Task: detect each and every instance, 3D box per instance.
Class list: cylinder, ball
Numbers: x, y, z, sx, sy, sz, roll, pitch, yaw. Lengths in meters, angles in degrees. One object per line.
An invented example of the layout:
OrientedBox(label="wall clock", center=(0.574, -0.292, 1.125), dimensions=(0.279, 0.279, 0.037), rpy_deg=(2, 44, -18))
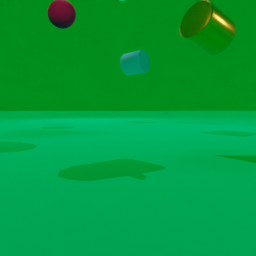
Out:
OrientedBox(label="cylinder", center=(2.070, -2.587, 7.296), dimensions=(1.037, 1.037, 1.037), rpy_deg=(19, -8, -35))
OrientedBox(label="ball", center=(-2.289, -3.947, 9.701), dimensions=(0.957, 0.957, 0.957), rpy_deg=(0, 4, 0))
OrientedBox(label="cylinder", center=(0.328, -2.907, 12.529), dimensions=(0.976, 0.976, 0.976), rpy_deg=(-2, 2, 35))

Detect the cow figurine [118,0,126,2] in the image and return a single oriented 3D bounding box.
OrientedBox(label="cow figurine", center=(-0.330, -2.221, 3.533), dimensions=(0.678, 1.236, 1.216), rpy_deg=(-37, 19, 39))
